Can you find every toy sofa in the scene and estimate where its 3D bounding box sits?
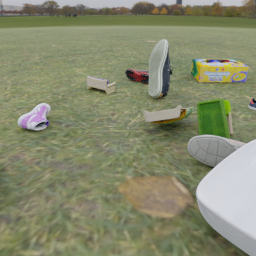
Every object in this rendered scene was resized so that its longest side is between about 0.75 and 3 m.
[{"bbox_3d":[-1.302,-2.117,13.409,1.415,0.690,0.586,17,30,34],"label":"toy sofa"}]

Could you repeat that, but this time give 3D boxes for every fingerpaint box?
[{"bbox_3d":[4.981,-3.223,15.509,2.512,0.921,2.096,0,25,0],"label":"fingerpaint box"}]

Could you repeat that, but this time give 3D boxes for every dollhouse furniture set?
[{"bbox_3d":[1.981,-0.072,9.157,2.597,1.303,1.701,-8,-1,26],"label":"dollhouse furniture set"}]

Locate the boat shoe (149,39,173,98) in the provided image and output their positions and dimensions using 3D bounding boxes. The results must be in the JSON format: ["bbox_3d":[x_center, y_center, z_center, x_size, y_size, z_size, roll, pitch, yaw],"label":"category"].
[{"bbox_3d":[1.491,-2.603,12.465,0.819,2.632,0.982,9,-7,-36],"label":"boat shoe"}]

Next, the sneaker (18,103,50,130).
[{"bbox_3d":[-3.012,-0.337,9.853,0.870,0.553,1.526,15,35,16],"label":"sneaker"}]

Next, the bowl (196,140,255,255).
[{"bbox_3d":[2.973,1.451,4.985,2.843,1.061,2.839,-28,36,-31],"label":"bowl"}]

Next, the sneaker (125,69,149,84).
[{"bbox_3d":[0.652,-2.828,15.035,1.710,0.605,0.836,21,33,34],"label":"sneaker"}]

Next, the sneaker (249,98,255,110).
[{"bbox_3d":[5.346,-0.887,10.977,1.165,0.492,0.437,20,32,36],"label":"sneaker"}]

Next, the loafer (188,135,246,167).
[{"bbox_3d":[2.717,0.651,7.513,2.281,0.820,0.717,10,9,6],"label":"loafer"}]
